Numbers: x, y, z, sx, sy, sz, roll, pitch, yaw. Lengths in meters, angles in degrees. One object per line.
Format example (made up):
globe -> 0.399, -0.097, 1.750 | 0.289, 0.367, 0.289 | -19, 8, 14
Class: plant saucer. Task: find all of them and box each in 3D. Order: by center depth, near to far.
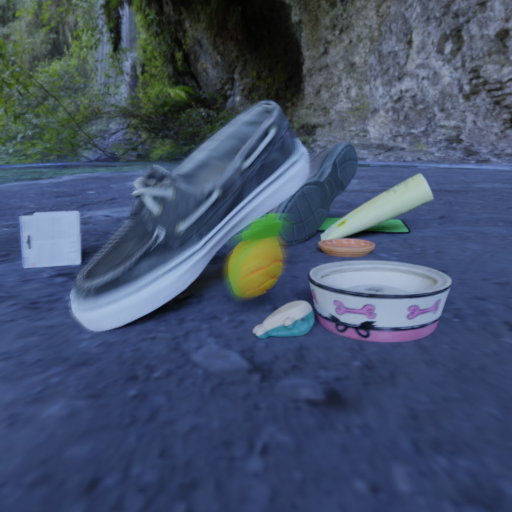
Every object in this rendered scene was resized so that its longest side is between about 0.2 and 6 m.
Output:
plant saucer -> 1.604, -0.139, 9.974 | 0.996, 0.186, 0.996 | 0, 11, 0

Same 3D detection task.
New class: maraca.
maraca -> 0.012, 0.012, 5.815 | 0.516, 0.965, 0.662 | 31, 36, 31

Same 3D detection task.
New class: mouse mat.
mouse mat -> 2.181, -0.722, 13.008 | 2.574, 0.097, 2.071 | 3, 12, 8

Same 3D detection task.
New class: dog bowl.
dog bowl -> 1.327, 0.477, 6.148 | 1.527, 0.563, 1.527 | 1, 12, 0

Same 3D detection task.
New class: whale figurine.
whale figurine -> 0.298, 0.719, 5.766 | 0.648, 0.336, 0.516 | -27, 7, -12

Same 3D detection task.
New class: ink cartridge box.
ink cartridge box -> -3.240, -0.260, 8.833 | 0.881, 0.865, 0.191 | -4, 21, -23

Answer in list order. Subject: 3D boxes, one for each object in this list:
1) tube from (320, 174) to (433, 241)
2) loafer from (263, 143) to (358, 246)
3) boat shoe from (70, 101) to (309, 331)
tube -> 2.305, -0.850, 11.063 | 2.303, 0.598, 0.668 | -27, -33, 11
loafer -> 0.996, -1.268, 11.481 | 0.984, 1.124, 3.128 | 7, 41, 40
boat shoe -> -0.867, -0.565, 6.266 | 3.240, 1.149, 1.168 | -42, 39, -14
